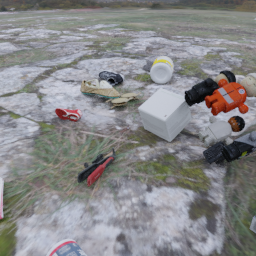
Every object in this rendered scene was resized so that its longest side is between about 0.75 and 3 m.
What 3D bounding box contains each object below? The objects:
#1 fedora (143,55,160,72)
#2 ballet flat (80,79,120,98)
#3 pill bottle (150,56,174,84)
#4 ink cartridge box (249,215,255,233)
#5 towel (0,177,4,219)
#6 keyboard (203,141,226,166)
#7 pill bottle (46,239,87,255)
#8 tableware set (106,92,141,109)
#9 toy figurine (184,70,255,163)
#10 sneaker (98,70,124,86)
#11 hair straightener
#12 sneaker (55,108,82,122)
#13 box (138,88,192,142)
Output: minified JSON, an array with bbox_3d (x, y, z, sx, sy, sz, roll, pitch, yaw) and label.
[{"bbox_3d":[1.677,-4.001,17.107,1.501,0.766,1.697,17,33,27],"label":"fedora"},{"bbox_3d":[-1.361,-1.878,13.080,2.245,0.733,0.791,11,19,29],"label":"ballet flat"},{"bbox_3d":[1.904,-3.275,15.405,1.160,1.160,2.072,6,29,10],"label":"pill bottle"},{"bbox_3d":[3.768,2.086,6.545,1.731,0.436,0.943,-22,36,-32],"label":"ink cartridge box"},{"bbox_3d":[-4.234,1.985,6.929,2.170,0.325,1.588,-13,32,-17],"label":"towel"},{"bbox_3d":[2.853,0.782,8.779,1.151,0.228,0.599,-23,75,-39],"label":"keyboard"},{"bbox_3d":[-0.953,2.709,5.162,0.715,0.715,1.195,-23,37,-35],"label":"pill bottle"},{"bbox_3d":[-0.145,-1.255,12.682,1.070,0.324,1.618,2,21,28],"label":"tableware set"},{"bbox_3d":[3.158,-0.447,8.629,1.754,2.482,2.521,-26,15,-5],"label":"toy figurine"},{"bbox_3d":[-1.036,-2.651,14.855,1.566,0.591,0.891,17,31,23],"label":"sneaker"},{"bbox_3d":[-0.974,1.048,8.460,0.731,0.389,1.900,13,32,22],"label":"hair straightener"},{"bbox_3d":[-2.386,-0.597,11.492,1.107,0.434,0.639,23,26,14],"label":"sneaker"},{"bbox_3d":[1.337,-0.495,10.073,1.317,1.128,1.310,-43,47,-20],"label":"box"}]
